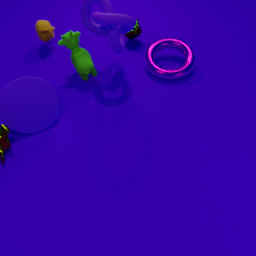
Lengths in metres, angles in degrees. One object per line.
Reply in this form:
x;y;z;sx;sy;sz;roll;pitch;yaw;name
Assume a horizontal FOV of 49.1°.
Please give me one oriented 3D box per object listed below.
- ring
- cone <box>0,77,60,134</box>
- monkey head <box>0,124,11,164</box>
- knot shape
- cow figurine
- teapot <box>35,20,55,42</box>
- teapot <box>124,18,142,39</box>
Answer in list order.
1.374;-2.281;9.174;1.668;0.334;1.668;-1;64;2;ring
-2.881;-0.838;7.960;1.551;1.551;1.556;-23;29;-17;cone
-3.336;0.304;7.027;1.164;0.838;0.702;45;43;-4;monkey head
-0.515;-2.995;8.315;0.861;1.744;1.864;-48;55;-6;knot shape
-1.506;-2.218;8.524;0.734;1.317;1.338;-27;70;2;cow figurine
-2.797;-3.353;9.624;0.576;0.731;1.176;-14;20;3;teapot
0.174;-3.496;9.921;0.654;1.052;0.515;-16;88;-25;teapot
